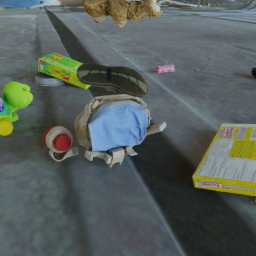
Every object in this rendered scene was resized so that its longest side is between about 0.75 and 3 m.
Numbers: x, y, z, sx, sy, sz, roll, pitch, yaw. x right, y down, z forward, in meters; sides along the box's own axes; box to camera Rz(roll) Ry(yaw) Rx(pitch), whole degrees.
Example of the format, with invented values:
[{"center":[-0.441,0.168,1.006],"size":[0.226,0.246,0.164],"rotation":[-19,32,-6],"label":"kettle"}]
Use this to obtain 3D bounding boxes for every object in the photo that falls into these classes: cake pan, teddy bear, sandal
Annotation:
[{"center":[-3.525,-2.400,13.149],"size":[1.745,0.320,1.745],"rotation":[0,28,0],"label":"cake pan"},{"center":[-0.155,-3.666,8.616],"size":[2.428,0.811,1.761],"rotation":[-18,58,-17],"label":"teddy bear"},{"center":[-0.372,-1.102,6.747],"size":[1.748,0.477,0.714],"rotation":[6,70,-14],"label":"sandal"}]

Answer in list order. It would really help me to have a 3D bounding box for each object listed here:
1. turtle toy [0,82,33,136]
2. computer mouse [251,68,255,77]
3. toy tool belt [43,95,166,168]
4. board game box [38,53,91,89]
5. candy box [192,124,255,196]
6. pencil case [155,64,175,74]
[{"center":[-4.356,-0.658,8.836],"size":[2.684,1.357,1.956],"rotation":[-17,33,-29],"label":"turtle toy"},{"center":[6.425,-2.241,12.938],"size":[0.631,0.366,2.153],"rotation":[0,34,-13],"label":"computer mouse"},{"center":[-0.543,0.115,7.100],"size":[2.783,1.738,1.711],"rotation":[-19,25,-30],"label":"toy tool belt"},{"center":[-2.667,-2.625,12.689],"size":[2.436,0.580,1.238],"rotation":[23,33,10],"label":"board game box"},{"center":[2.861,0.641,7.197],"size":[1.533,0.396,2.999],"rotation":[0,25,33],"label":"candy box"},{"center":[1.865,-2.978,14.128],"size":[0.972,0.421,0.402],"rotation":[-11,58,-20],"label":"pencil case"}]
